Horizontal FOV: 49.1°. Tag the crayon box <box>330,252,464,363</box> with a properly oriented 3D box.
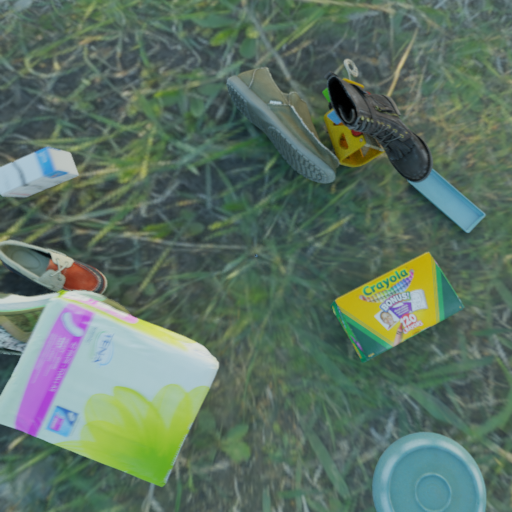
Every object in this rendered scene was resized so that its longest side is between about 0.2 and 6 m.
[{"bbox_3d":[2.678,0.983,10.761,2.143,0.624,1.273,-27,75,-7],"label":"crayon box"}]

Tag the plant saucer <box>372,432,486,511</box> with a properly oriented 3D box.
[{"bbox_3d":[3.127,4.227,10.008,2.050,0.281,2.050,0,74,0],"label":"plant saucer"}]

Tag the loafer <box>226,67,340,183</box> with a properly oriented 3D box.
[{"bbox_3d":[0.702,-2.835,11.591,1.098,1.186,3.153,-40,77,-6],"label":"loafer"}]

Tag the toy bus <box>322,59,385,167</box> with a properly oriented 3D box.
[{"bbox_3d":[1.915,-2.812,11.691,1.821,0.997,1.930,45,42,-17],"label":"toy bus"}]

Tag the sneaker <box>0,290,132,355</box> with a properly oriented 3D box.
[{"bbox_3d":[-3.831,1.448,10.163,3.117,1.199,1.381,-2,67,-10],"label":"sneaker"}]

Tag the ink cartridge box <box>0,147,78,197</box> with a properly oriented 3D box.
[{"bbox_3d":[-4.384,-1.644,11.167,1.280,0.925,0.539,-21,90,9],"label":"ink cartridge box"}]

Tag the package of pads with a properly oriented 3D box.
[{"bbox_3d":[-2.410,2.128,9.412,3.041,1.037,2.349,26,88,-10],"label":"package of pads"}]

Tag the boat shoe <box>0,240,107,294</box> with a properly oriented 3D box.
[{"bbox_3d":[-4.000,0.251,10.937,2.185,0.683,0.778,21,70,7],"label":"boat shoe"}]

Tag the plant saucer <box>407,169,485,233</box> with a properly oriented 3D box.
[{"bbox_3d":[3.929,-1.202,11.660,0.583,0.158,1.668,-43,79,-11],"label":"plant saucer"}]

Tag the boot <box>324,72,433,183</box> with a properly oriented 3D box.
[{"bbox_3d":[2.222,-2.342,10.441,0.775,1.949,2.239,-41,68,33],"label":"boot"}]
